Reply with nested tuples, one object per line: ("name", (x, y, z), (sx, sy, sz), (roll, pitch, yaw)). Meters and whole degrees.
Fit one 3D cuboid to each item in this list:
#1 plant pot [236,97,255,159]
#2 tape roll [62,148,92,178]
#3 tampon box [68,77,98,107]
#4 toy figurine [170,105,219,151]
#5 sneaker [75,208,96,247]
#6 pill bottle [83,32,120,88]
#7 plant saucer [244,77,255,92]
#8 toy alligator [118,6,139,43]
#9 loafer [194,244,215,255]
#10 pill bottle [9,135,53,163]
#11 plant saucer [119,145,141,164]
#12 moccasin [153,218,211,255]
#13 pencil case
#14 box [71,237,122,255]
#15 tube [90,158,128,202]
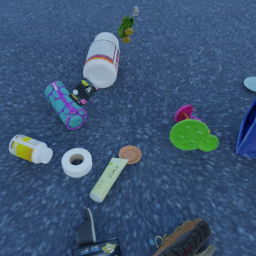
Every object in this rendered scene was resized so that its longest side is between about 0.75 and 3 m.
("plant pot", (5.336, 0.029, 10.376), (1.818, 2.023, 2.023), (22, 50, 12))
("tape roll", (-1.860, 1.267, 10.260), (1.088, 0.380, 1.088), (0, 46, 0))
("tampon box", (-1.663, -1.318, 10.364), (0.635, 0.535, 0.847), (43, 65, -12))
("toy figurine", (2.591, -0.147, 11.173), (1.942, 1.458, 1.788), (21, 37, -10))
("sneaker", (-1.347, 3.015, 8.563), (0.596, 0.420, 1.123), (-9, 48, -12))
("pill bottle", (-1.229, -3.439, 13.894), (1.581, 1.581, 2.886), (3, 46, 2))
("plant saucer", (6.173, -2.035, 13.503), (1.182, 0.228, 1.182), (0, 47, 0))
("toy alligator", (-0.096, -4.775, 13.017), (0.575, 2.393, 0.793), (-11, 73, -16))
("loafer", (2.024, 3.690, 7.915), (0.398, 0.449, 1.180), (38, 57, 24))
("pill bottle", (-3.582, 0.815, 10.402), (1.468, 0.802, 0.802), (18, 49, 16))
("plant saucer", (0.081, 1.035, 10.634), (0.857, 0.160, 0.857), (-1, 47, 1))
("moccasin", (1.313, 3.377, 7.927), (2.385, 0.921, 0.872), (-35, 95, -34))
("pencil case", (-2.693, -1.012, 11.907), (1.017, 1.105, 2.391), (-31, 54, -18))
("box", (-0.830, 3.819, 7.871), (1.395, 0.321, 1.109), (-10, 47, -9))
("tube", (-0.679, 1.714, 9.799), (0.544, 0.487, 1.875), (34, 49, 1))
